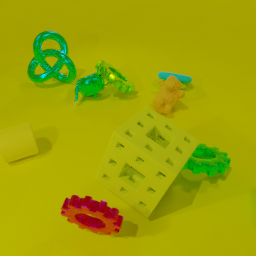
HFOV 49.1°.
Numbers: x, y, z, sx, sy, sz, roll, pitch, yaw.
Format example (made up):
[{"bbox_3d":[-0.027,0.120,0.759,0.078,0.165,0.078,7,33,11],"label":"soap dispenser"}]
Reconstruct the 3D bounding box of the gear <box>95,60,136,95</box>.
[{"bbox_3d":[-0.415,-1.705,9.426,1.486,0.275,1.486,35,19,-14],"label":"gear"}]

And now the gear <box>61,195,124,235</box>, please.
[{"bbox_3d":[-0.633,1.542,4.911,1.086,1.086,0.201,9,50,12],"label":"gear"}]

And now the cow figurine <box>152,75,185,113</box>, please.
[{"bbox_3d":[1.220,-1.045,8.874,1.408,0.773,1.386,-52,12,-9],"label":"cow figurine"}]

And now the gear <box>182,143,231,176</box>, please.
[{"bbox_3d":[1.700,0.699,6.628,1.343,0.248,1.343,5,19,-2],"label":"gear"}]

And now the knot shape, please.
[{"bbox_3d":[-2.588,-2.285,9.906,1.778,1.900,0.878,32,14,-2],"label":"knot shape"}]

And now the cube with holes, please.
[{"bbox_3d":[0.391,0.646,5.685,1.325,1.325,1.325,35,38,14],"label":"cube with holes"}]

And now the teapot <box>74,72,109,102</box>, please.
[{"bbox_3d":[-1.242,-1.354,9.285,1.586,0.776,0.986,-31,15,-33],"label":"teapot"}]

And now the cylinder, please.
[{"bbox_3d":[-2.746,0.358,6.947,0.819,0.819,0.819,-17,40,-21],"label":"cylinder"}]

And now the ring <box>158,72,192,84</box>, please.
[{"bbox_3d":[1.656,-1.786,9.908,1.213,0.243,1.213,9,14,-2],"label":"ring"}]
